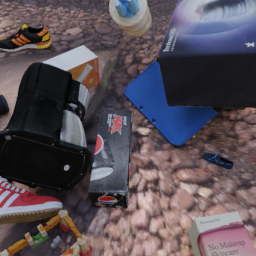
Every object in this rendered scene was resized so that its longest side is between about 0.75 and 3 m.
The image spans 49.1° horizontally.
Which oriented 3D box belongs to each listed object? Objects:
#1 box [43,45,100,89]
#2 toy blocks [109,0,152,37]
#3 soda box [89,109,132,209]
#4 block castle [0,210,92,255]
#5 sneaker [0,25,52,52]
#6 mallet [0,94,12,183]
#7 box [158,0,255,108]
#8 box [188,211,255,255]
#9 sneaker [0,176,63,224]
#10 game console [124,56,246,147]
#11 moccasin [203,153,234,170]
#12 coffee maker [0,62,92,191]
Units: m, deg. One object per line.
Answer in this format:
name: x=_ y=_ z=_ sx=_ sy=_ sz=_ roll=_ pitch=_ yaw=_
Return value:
box: x=-1.891 y=-1.718 z=9.044 sx=1.776 sy=1.104 sz=0.866 roll=-32 pitch=56 yaw=-24
toy blocks: x=0.331 y=-3.830 z=7.601 sx=1.025 sy=2.353 sz=2.823 roll=24 pitch=12 yaw=3
soda box: x=-0.379 y=0.693 z=7.178 sx=0.906 sy=0.811 sz=2.561 roll=2 pitch=49 yaw=2
block castle: x=-1.606 y=2.560 z=5.650 sx=1.599 sy=0.750 sz=1.068 roll=-31 pitch=52 yaw=-27
sneaker: x=-4.030 y=-3.526 z=10.703 sx=2.062 sy=0.928 sz=0.721 roll=-6 pitch=50 yaw=-5
mallet: x=-3.511 y=0.197 z=7.826 sx=0.986 sy=0.616 sz=2.994 roll=-28 pitch=59 yaw=-16
box: x=2.398 y=-1.968 z=6.813 sx=2.719 sy=1.689 sz=2.741 roll=2 pitch=50 yaw=23
box: x=1.934 y=2.585 z=5.537 sx=0.982 sy=0.837 sz=1.537 roll=-8 pitch=50 yaw=-7
sneaker: x=-2.749 y=1.429 z=6.404 sx=2.492 sy=0.888 sz=1.402 roll=-5 pitch=61 yaw=-2
game console: x=1.793 y=-0.970 z=8.957 sx=2.483 sy=1.721 sz=2.909 roll=-2 pitch=41 yaw=-44
moccasin: x=2.408 y=0.813 z=7.428 sx=0.803 sy=0.274 sz=0.323 roll=18 pitch=52 yaw=15
coffee maker: x=-2.190 y=-0.302 z=6.778 sx=1.941 sy=2.769 sz=2.883 roll=-35 pitch=37 yaw=19
